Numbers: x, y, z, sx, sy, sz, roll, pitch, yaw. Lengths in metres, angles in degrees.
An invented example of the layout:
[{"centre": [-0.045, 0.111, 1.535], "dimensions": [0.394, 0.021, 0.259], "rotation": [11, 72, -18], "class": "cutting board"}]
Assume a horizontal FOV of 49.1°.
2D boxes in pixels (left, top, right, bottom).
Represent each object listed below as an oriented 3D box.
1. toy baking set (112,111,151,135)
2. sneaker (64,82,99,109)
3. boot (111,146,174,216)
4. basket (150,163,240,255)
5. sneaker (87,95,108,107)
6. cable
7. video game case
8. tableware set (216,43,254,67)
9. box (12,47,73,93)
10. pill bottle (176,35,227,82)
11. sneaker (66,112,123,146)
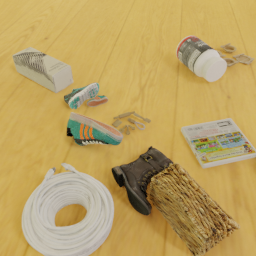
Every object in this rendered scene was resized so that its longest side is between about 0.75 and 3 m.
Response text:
[{"centre": [0.111, -0.218, 10.778], "dimensions": [1.411, 0.164, 1.083], "rotation": [-21, 53, -13], "class": "toy baking set"}, {"centre": [-1.962, -1.492, 11.757], "dimensions": [0.795, 0.676, 1.742], "rotation": [29, 50, 31], "class": "sneaker"}, {"centre": [0.678, 1.466, 8.605], "dimensions": [1.848, 0.735, 2.123], "rotation": [-22, 46, -20], "class": "boot"}, {"centre": [1.844, 1.922, 7.518], "dimensions": [1.650, 1.581, 2.215], "rotation": [-24, 49, -22], "class": "basket"}, {"centre": [-1.303, -1.136, 11.622], "dimensions": [0.920, 0.328, 0.368], "rotation": [-15, 41, -22], "class": "sneaker"}, {"centre": [-1.610, 2.334, 7.635], "dimensions": [2.446, 0.847, 2.447], "rotation": [22, 49, 19], "class": "cable"}, {"centre": [3.205, 0.483, 9.989], "dimensions": [2.066, 0.236, 1.880], "rotation": [-10, 45, -11], "class": "video game case"}, {"centre": [5.174, -3.707, 14.308], "dimensions": [1.808, 0.251, 2.164], "rotation": [-22, 48, -21], "class": "tableware set"}, {"centre": [-3.879, -2.683, 12.741], "dimensions": [2.782, 0.951, 1.143], "rotation": [27, 50, 25], "class": "box"}, {"centre": [3.382, -3.208, 12.997], "dimensions": [1.353, 1.353, 2.336], "rotation": [-18, 47, -18], "class": "pill bottle"}, {"centre": [-1.203, 0.249, 9.608], "dimensions": [2.474, 0.989, 0.883], "rotation": [23, 7, 38], "class": "sneaker"}]
